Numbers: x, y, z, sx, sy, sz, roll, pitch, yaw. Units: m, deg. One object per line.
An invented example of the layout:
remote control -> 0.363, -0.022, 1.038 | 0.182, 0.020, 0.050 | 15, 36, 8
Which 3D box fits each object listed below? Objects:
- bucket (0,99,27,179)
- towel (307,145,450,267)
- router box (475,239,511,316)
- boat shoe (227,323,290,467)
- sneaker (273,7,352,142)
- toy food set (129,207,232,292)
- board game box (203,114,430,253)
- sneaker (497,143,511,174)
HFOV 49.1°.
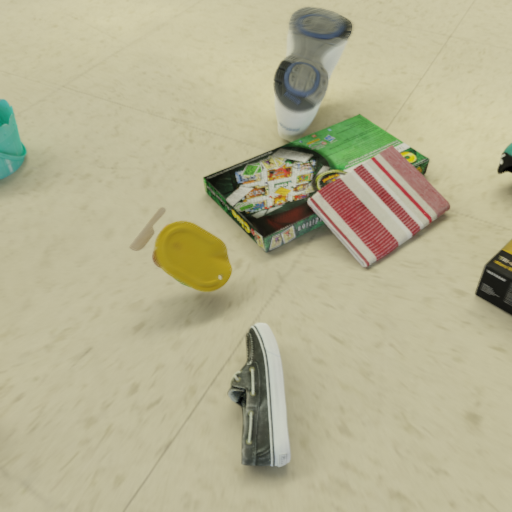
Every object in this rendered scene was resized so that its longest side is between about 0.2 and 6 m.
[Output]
bucket -> -5.210, -2.185, 10.585 | 1.601, 1.041, 1.601 | 0, 46, 0
towel -> 2.107, -0.877, 9.582 | 2.158, 0.245, 1.554 | -32, 73, -24
router box -> 4.968, 0.477, 8.149 | 2.087, 0.693, 2.654 | -35, 53, -29
boat shoe -> -0.018, 1.670, 7.041 | 0.683, 0.694, 1.925 | -2, 47, -8
sneaker -> 1.010, -3.841, 11.578 | 1.281, 1.497, 3.438 | 22, 59, 4
toy food set -> -1.085, -0.021, 8.269 | 1.490, 0.487, 0.877 | 32, 66, -16
board game box -> 1.142, -1.486, 10.348 | 3.780, 0.443, 1.981 | -26, 49, -23
sneaker -> 5.365, -1.209, 9.898 | 2.293, 0.818, 0.916 | 39, 88, 19
